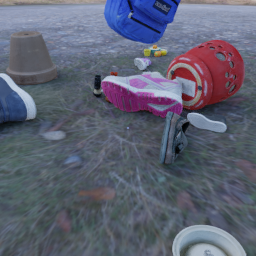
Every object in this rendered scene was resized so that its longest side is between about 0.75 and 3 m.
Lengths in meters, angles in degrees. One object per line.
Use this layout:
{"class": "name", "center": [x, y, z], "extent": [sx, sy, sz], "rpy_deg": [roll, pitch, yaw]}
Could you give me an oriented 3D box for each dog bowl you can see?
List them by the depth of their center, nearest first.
{"class": "dog bowl", "center": [1.081, 1.813, 3.798], "extent": [0.980, 0.361, 0.980], "rpy_deg": [-1, 28, 0]}

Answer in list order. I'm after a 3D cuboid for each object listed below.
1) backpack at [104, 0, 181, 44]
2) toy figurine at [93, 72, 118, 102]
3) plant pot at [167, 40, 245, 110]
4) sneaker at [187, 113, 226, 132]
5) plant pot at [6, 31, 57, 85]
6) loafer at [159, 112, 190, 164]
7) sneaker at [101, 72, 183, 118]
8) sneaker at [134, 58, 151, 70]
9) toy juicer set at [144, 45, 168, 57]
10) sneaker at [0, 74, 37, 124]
{"class": "backpack", "center": [0.283, -2.304, 4.985], "extent": [1.225, 1.507, 1.265], "rpy_deg": [17, 20, -29]}
{"class": "toy figurine", "center": [-0.549, -1.323, 9.275], "extent": [1.057, 0.736, 1.041], "rpy_deg": [-21, 41, -37]}
{"class": "plant pot", "center": [2.253, -1.579, 8.476], "extent": [1.710, 1.878, 1.878], "rpy_deg": [-23, 36, -32]}
{"class": "sneaker", "center": [2.156, -0.211, 7.558], "extent": [1.058, 0.374, 0.525], "rpy_deg": [19, 32, 22]}
{"class": "plant pot", "center": [-3.829, -2.787, 10.886], "extent": [1.957, 1.706, 1.957], "rpy_deg": [0, 30, 0]}
{"class": "loafer", "center": [1.134, 0.168, 6.500], "extent": [0.654, 0.747, 2.078], "rpy_deg": [11, 28, 7]}
{"class": "sneaker", "center": [0.455, -1.105, 8.279], "extent": [2.518, 1.024, 1.111], "rpy_deg": [16, 52, 12]}
{"class": "sneaker", "center": [0.760, -2.871, 12.380], "extent": [0.681, 0.433, 1.195], "rpy_deg": [-4, 29, -13]}
{"class": "toy juicer set", "center": [1.573, -4.086, 14.589], "extent": [1.032, 0.441, 1.622], "rpy_deg": [13, 31, 23]}
{"class": "sneaker", "center": [-4.069, -0.783, 7.900], "extent": [1.898, 0.998, 2.626], "rpy_deg": [-21, 36, -38]}
